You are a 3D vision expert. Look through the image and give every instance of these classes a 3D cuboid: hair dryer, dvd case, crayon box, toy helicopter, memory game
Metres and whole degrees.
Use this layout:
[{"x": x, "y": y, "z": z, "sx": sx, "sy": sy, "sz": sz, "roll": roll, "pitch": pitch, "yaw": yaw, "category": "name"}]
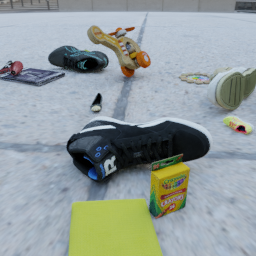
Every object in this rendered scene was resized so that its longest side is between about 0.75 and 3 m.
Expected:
[{"x": -4.656, "y": -2.201, "z": 10.909, "sx": 1.609, "sy": 0.437, "sz": 1.226, "roll": 11, "pitch": 48, "yaw": 45, "category": "hair dryer"}, {"x": -3.713, "y": -2.020, "z": 10.884, "sx": 2.029, "sy": 0.162, "sz": 1.509, "roll": 12, "pitch": 29, "yaw": 23, "category": "dvd case"}, {"x": 0.621, "y": 0.882, "z": 4.228, "sx": 0.575, "sy": 0.905, "sz": 0.230, "roll": -14, "pitch": 30, "yaw": -24, "category": "crayon box"}, {"x": -0.382, "y": -3.116, "z": 10.229, "sx": 1.067, "sy": 1.788, "sz": 2.704, "roll": -21, "pitch": -22, "yaw": 38, "category": "toy helicopter"}, {"x": 2.699, "y": -1.937, "z": 10.795, "sx": 1.484, "sy": 0.094, "sz": 1.484, "roll": 0, "pitch": 27, "yaw": 0, "category": "memory game"}]

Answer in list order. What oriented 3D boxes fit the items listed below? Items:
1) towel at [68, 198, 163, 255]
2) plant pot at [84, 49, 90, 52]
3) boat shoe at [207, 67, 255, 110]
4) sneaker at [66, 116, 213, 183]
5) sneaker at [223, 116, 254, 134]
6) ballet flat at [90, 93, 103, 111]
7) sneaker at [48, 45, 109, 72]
[{"x": -0.084, "y": 1.806, "z": 3.185, "sx": 1.208, "sy": 0.253, "sz": 2.806, "roll": 1, "pitch": 25, "yaw": -10, "category": "towel"}, {"x": -1.635, "y": -3.002, "z": 12.390, "sx": 0.766, "sy": 0.716, "sz": 0.716, "roll": 25, "pitch": 33, "yaw": 15, "category": "plant pot"}, {"x": 2.982, "y": -1.264, "z": 8.490, "sx": 1.018, "sy": 1.112, "sz": 2.976, "roll": 14, "pitch": 22, "yaw": 36, "category": "boat shoe"}, {"x": 0.101, "y": 0.504, "z": 5.111, "sx": 2.625, "sy": 0.959, "sz": 1.468, "roll": 3, "pitch": 29, "yaw": 25, "category": "sneaker"}, {"x": 2.648, "y": -0.071, "z": 6.833, "sx": 0.345, "sy": 0.298, "sz": 0.764, "roll": -26, "pitch": 37, "yaw": -37, "category": "sneaker"}, {"x": -0.922, "y": -0.740, "z": 8.171, "sx": 0.340, "sy": 0.290, "sz": 1.022, "roll": -1, "pitch": 27, "yaw": -2, "category": "ballet flat"}, {"x": -2.142, "y": -2.845, "z": 11.648, "sx": 2.603, "sy": 0.981, "sz": 1.032, "roll": 3, "pitch": 29, "yaw": 7, "category": "sneaker"}]
